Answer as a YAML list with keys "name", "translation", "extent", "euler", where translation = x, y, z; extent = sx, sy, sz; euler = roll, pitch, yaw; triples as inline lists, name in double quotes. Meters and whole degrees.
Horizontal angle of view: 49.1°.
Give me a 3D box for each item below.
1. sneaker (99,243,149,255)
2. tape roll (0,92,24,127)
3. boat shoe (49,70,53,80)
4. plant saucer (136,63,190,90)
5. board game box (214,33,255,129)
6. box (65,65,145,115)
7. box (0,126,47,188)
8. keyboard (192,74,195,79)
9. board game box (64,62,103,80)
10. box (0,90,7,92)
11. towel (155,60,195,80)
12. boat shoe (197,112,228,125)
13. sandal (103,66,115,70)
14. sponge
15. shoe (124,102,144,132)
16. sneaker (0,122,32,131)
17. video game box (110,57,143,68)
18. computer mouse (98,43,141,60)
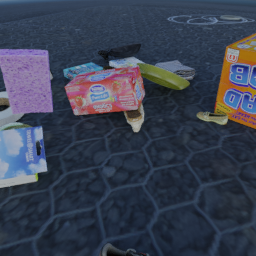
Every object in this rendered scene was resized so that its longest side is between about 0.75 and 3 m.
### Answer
- name: "sneaker"
  translation: [0.372, 3.000, 5.489]
  extent: [2.365, 0.968, 0.911]
  euler: [13, 35, 20]
- name: "tape roll"
  translation: [-5.472, -0.817, 11.881]
  extent: [2.199, 0.402, 2.199]
  euler: [0, 39, 0]
- name: "boat shoe"
  translation: [-4.746, -2.388, 14.509]
  extent: [0.884, 0.712, 1.907]
  euler: [-5, 29, 27]
- name: "plant saucer"
  translation: [1.625, -2.428, 13.597]
  extent: [2.763, 0.429, 2.763]
  euler: [21, 4, -2]
- name: "board game box"
  translation: [5.772, -1.892, 11.379]
  extent: [2.968, 2.968, 2.970]
  euler: [26, 41, 35]
- name: "box"
  translation: [-0.923, -1.575, 11.807]
  extent: [2.953, 1.410, 1.472]
  euler: [-4, 31, 21]
- name: "box"
  translation: [-3.928, 0.929, 8.440]
  extent: [2.774, 0.661, 1.692]
  euler: [-8, 61, -16]
- name: "keyboard"
  translation: [2.758, -2.756, 15.066]
  extent: [1.503, 0.321, 2.503]
  euler: [22, 33, 32]
- name: "board game box"
  translation: [-2.415, -3.102, 15.704]
  extent: [1.885, 0.442, 1.423]
  euler: [-24, 39, -33]
- name: "box"
  translation: [-5.921, -1.449, 13.250]
  extent: [1.063, 0.266, 1.071]
  euler: [0, 32, 1]
- name: "towel"
  translation: [2.324, -2.828, 13.988]
  extent: [1.746, 0.747, 1.446]
  euler: [-16, 33, -35]
- name: "boat shoe"
  translation: [3.485, -0.493, 11.599]
  extent: [1.254, 0.395, 0.457]
  euler: [20, 37, 29]
- name: "sandal"
  translation: [-0.501, -3.002, 15.349]
  extent: [1.823, 0.745, 0.498]
  euler: [5, 16, 11]
- name: "sponge"
  translation: [-2.320, -1.017, 6.539]
  extent: [1.002, 1.796, 0.268]
  euler: [-2, 51, -12]
- name: "shoe"
  translation: [0.247, -0.594, 11.628]
  extent: [0.831, 0.634, 2.376]
  euler: [-14, 25, 7]
- name: "sneaker"
  translation: [-4.356, 0.700, 9.367]
  extent: [2.756, 1.060, 1.221]
  euler: [-15, 48, -14]
- name: "video game box"
  translation: [0.050, -3.677, 16.644]
  extent: [1.690, 0.434, 1.855]
  euler: [-14, 35, -26]
- name: "computer mouse"
  translation: [-0.429, -4.639, 17.411]
  extent: [2.660, 0.701, 1.842]
  euler: [-12, 5, 5]
